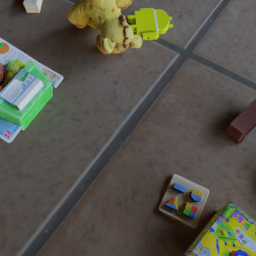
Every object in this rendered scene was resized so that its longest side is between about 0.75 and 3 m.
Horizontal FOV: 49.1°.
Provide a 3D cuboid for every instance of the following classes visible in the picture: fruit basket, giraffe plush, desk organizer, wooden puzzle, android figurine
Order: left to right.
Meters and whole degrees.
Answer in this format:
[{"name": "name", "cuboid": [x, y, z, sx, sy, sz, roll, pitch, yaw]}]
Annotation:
[{"name": "fruit basket", "cuboid": [-3.983, -1.427, 8.586, 2.982, 1.398, 2.762, 35, 65, -5]}, {"name": "giraffe plush", "cuboid": [-0.601, -3.602, 9.725, 2.393, 2.774, 2.249, -25, 93, -11]}, {"name": "android figurine", "cuboid": [0.843, -4.067, 10.822, 1.768, 0.363, 1.609, -5, 62, -2]}, {"name": "wooden puzzle", "cuboid": [1.545, 1.936, 7.639, 1.081, 0.270, 1.167, 24, 64, 13]}, {"name": "desk organizer", "cuboid": [3.780, -0.266, 8.677, 1.531, 0.549, 0.589, -40, 66, -19]}]

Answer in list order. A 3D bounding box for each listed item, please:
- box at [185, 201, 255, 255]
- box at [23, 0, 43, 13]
[{"name": "box", "cuboid": [2.536, 2.962, 6.669, 1.630, 0.995, 1.570, 41, 69, 19]}, {"name": "box", "cuboid": [-3.827, -5.292, 11.420, 0.567, 0.465, 1.195, 2, 62, 1]}]
